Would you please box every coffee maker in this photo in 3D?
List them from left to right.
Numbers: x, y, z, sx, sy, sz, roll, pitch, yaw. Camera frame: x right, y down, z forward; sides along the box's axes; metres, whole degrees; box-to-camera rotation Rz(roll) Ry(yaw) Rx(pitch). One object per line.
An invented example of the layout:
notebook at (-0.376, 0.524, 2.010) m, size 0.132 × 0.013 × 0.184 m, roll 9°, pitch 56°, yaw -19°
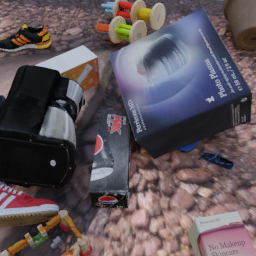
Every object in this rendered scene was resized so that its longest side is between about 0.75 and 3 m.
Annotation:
coffee maker at (-2.477, -0.283, 6.831) m, size 2.769 × 1.941 × 2.883 m, roll 31°, pitch 29°, yaw -27°

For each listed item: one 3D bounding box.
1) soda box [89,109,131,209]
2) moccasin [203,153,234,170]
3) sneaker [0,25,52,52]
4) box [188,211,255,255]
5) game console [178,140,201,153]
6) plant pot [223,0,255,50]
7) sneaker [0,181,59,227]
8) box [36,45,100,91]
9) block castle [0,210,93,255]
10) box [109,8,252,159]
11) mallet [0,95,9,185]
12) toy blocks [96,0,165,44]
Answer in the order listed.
soda box at (-0.386, 0.694, 7.177) m, size 0.906 × 0.811 × 2.561 m, roll 2°, pitch 49°, yaw 1°
moccasin at (2.408, 0.813, 7.428) m, size 0.803 × 0.274 × 0.323 m, roll 18°, pitch 52°, yaw 15°
sneaker at (-4.030, -3.526, 10.703) m, size 2.062 × 0.928 × 0.721 m, roll -6°, pitch 50°, yaw -5°
box at (1.934, 2.584, 5.537) m, size 0.982 × 0.837 × 1.537 m, roll -8°, pitch 50°, yaw -7°
game console at (1.789, -0.846, 8.850) m, size 2.483 × 1.721 × 2.909 m, roll -7°, pitch 42°, yaw -48°
plant pot at (4.770, -4.172, 10.641) m, size 2.279 × 2.279 × 1.987 m, roll 8°, pitch 67°, yaw 7°
sneaker at (-2.808, 1.487, 6.396) m, size 2.492 × 0.888 × 1.402 m, roll -4°, pitch 57°, yaw -1°
box at (-1.893, -1.718, 9.044) m, size 1.776 × 1.104 × 0.866 m, roll -32°, pitch 56°, yaw -24°
block castle at (-1.605, 2.563, 5.648) m, size 1.599 × 0.750 × 1.068 m, roll -31°, pitch 52°, yaw -27°
box at (1.268, -1.060, 7.220) m, size 2.719 × 1.689 × 2.741 m, roll -24°, pitch 61°, yaw 12°
mallet at (-3.497, 0.211, 7.817) m, size 0.986 × 0.616 × 2.994 m, roll -28°, pitch 59°, yaw -16°
toy blocks at (-0.292, -4.332, 11.223) m, size 2.823 × 1.025 × 2.353 m, roll 25°, pitch 59°, yaw 31°
